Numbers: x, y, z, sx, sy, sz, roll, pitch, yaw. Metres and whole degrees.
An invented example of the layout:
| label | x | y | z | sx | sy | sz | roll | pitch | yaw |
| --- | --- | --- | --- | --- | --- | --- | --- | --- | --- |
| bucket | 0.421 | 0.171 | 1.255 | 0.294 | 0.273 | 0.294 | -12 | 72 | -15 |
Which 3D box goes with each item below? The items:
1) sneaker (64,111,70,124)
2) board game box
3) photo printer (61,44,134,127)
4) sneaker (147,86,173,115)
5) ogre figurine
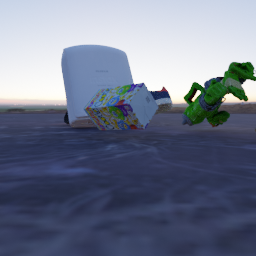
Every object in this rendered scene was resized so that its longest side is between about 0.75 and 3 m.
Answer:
| label | x | y | z | sx | sy | sz | roll | pitch | yaw |
| --- | --- | --- | --- | --- | --- | --- | --- | --- | --- |
| sneaker | -1.919 | -0.533 | 11.453 | 0.654 | 1.050 | 1.959 | -13 | 36 | 19 |
| board game box | -0.164 | -0.415 | 5.835 | 1.311 | 0.687 | 0.675 | -2 | 44 | 43 |
| photo printer | -0.970 | -1.533 | 9.519 | 2.425 | 2.915 | 1.012 | -4 | -21 | -23 |
| sneaker | 0.497 | -1.152 | 12.704 | 2.936 | 1.241 | 1.101 | -11 | -29 | 5 |
| ogre figurine | 2.479 | -0.936 | 7.785 | 1.703 | 1.394 | 2.841 | -47 | 10 | 45 |
